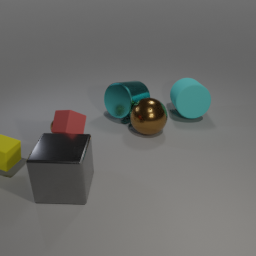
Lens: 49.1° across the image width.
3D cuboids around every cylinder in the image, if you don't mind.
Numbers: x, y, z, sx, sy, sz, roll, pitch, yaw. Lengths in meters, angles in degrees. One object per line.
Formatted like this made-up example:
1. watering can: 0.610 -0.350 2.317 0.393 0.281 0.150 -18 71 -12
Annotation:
1. cylinder: -0.024 -1.195 11.473 1.400 1.400 1.400 20 22 31
2. cylinder: 2.545 -1.260 11.586 1.400 1.400 1.400 -1 21 -1

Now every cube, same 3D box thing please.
1. cube: -1.804 -0.127 8.580 0.700 0.700 0.700 1 -12 37
2. cube: -3.633 0.720 8.186 0.700 0.700 0.700 16 31 9
3. cube: -1.766 1.082 7.685 1.400 1.400 1.400 1 29 2

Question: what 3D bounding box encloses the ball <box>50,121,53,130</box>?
1. ball: -2.518 -0.032 10.364 0.700 0.700 0.700 0 29 0

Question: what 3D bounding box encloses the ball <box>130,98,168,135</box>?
1. ball: 0.770 -0.431 10.442 1.400 1.400 1.400 0 29 0
